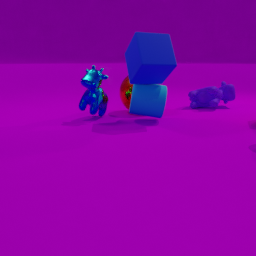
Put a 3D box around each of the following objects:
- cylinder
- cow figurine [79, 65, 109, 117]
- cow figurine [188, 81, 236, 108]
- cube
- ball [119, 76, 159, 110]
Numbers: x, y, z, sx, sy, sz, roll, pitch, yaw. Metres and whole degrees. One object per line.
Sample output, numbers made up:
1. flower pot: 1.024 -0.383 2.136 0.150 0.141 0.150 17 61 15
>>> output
1. cylinder: 0.564 -0.812 8.033 0.944 0.944 0.944 9 14 -1
2. cow figurine: -0.938 -1.070 8.250 0.758 1.358 1.380 21 4 19
3. cow figurine: 3.096 -1.194 10.353 1.607 0.882 1.582 -6 9 28
4. cube: 0.567 -1.813 7.401 0.976 0.976 0.976 -3 -19 -20
5. ball: 0.395 -1.171 9.247 1.366 1.366 1.366 0 14 0
